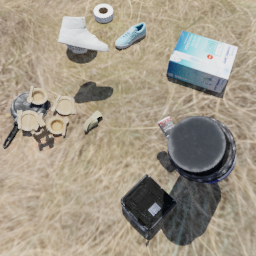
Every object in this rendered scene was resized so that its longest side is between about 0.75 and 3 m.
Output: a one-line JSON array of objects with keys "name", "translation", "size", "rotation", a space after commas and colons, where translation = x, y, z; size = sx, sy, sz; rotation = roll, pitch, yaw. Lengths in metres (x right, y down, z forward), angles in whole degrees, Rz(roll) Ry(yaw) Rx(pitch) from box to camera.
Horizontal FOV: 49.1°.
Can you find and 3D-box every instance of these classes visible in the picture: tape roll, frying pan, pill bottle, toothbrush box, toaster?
[{"name": "tape roll", "translation": [-1.201, -5.668, 13.840], "size": [0.979, 0.342, 0.979], "rotation": [0, 63, 0]}, {"name": "frying pan", "translation": [-4.423, -0.569, 11.315], "size": [1.570, 0.423, 2.596], "rotation": [40, 67, 17]}, {"name": "pill bottle", "translation": [1.357, 0.063, 9.217], "size": [0.461, 0.461, 0.795], "rotation": [-28, 84, -13]}, {"name": "toothbrush box", "translation": [3.151, -2.853, 12.040], "size": [2.503, 1.067, 1.832], "rotation": [22, 66, 9]}, {"name": "toaster", "translation": [0.618, 2.602, 9.405], "size": [1.580, 0.938, 1.429], "rotation": [-42, 71, -18]}, {"name": "pill bottle", "translation": [1.989, 0.616, 7.417], "size": [1.659, 2.967, 1.659], "rotation": [-5, 77, 21]}]

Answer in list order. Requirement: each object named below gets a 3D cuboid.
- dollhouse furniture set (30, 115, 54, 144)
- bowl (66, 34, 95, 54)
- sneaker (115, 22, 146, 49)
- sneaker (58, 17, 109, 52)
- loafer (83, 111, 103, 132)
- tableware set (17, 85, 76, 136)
[{"name": "dollhouse furniture set", "translation": [-3.289, 0.069, 10.492], "size": [0.642, 1.238, 0.548], "rotation": [-26, 67, -12]}, {"name": "bowl", "translation": [-2.181, -3.758, 12.560], "size": [1.475, 0.692, 1.475], "rotation": [0, 28, 0]}, {"name": "sneaker", "translation": [0.105, -4.375, 12.988], "size": [1.752, 0.718, 0.648], "rotation": [-38, 68, -17]}, {"name": "sneaker", "translation": [-1.483, -3.392, 10.041], "size": [1.887, 0.695, 1.090], "rotation": [6, 100, -30]}, {"name": "loafer", "translation": [-1.378, -0.241, 11.114], "size": [0.363, 0.403, 1.064], "rotation": [27, 66, 19]}, {"name": "tableware set", "translation": [-3.212, -0.643, 11.169], "size": [2.233, 0.259, 1.865], "rotation": [13, 67, -10]}]
